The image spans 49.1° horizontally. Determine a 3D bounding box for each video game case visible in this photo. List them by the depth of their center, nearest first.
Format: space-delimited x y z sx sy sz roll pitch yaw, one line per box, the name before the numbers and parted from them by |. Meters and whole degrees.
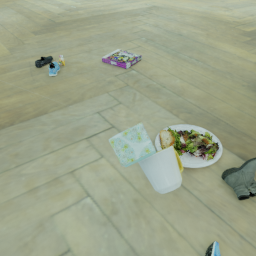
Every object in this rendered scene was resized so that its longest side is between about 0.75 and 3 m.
video game case | -0.325 -3.790 15.290 1.662 0.298 1.506 23 43 27

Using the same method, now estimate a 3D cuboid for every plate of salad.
plate of salad | 2.054 0.464 9.472 2.252 0.541 2.252 0 36 0

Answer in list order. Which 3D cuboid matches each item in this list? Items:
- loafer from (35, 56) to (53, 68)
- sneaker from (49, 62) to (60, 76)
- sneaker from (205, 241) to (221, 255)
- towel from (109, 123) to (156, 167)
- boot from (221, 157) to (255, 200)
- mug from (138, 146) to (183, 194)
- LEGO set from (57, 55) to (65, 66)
loafer | -4.468 -3.618 14.946 0.421 0.435 1.239 18 41 22
sneaker | -3.731 -3.094 14.159 0.478 0.548 1.219 -4 37 -5
sneaker | 2.005 3.033 6.328 0.419 0.365 0.931 21 43 -2
towel | 0.096 0.424 6.664 0.944 0.808 0.227 -27 4 18
boot | 3.619 1.517 8.197 1.550 0.525 1.012 -20 46 -13
mug | 1.065 1.128 7.662 1.318 1.056 1.082 -21 84 -16
LEGO set | -3.581 -3.479 14.706 0.422 0.522 1.135 -11 24 -3
